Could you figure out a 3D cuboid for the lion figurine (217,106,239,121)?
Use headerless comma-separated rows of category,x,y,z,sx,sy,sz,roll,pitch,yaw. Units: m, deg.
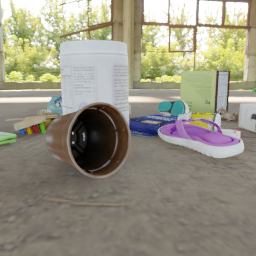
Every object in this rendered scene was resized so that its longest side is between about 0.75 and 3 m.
lion figurine,4.506,-0.559,12.526,0.855,0.506,1.396,2,21,-39

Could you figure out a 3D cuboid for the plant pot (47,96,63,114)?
plant pot,-3.723,-1.272,15.112,1.320,0.884,1.320,-1,10,0

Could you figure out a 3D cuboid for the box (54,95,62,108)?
box,-2.409,-1.310,12.111,1.102,0.304,1.614,-11,17,7

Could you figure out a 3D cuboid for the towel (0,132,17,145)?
towel,-4.504,0.369,7.634,2.279,0.350,1.700,6,13,19

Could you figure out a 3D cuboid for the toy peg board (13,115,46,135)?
toy peg board,-3.259,-0.004,9.444,0.988,0.485,0.992,-21,16,-20

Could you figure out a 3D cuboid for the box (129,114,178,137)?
box,1.036,-0.141,10.027,1.629,0.436,2.689,9,15,43

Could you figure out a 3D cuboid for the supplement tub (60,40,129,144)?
supplement tub,-0.843,-0.823,7.329,1.757,2.664,1.757,0,10,0

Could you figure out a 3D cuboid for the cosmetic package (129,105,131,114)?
cosmetic package,-0.808,-1.002,14.632,0.822,0.504,1.992,-8,13,-39

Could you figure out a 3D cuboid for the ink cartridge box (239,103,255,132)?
ink cartridge box,5.017,-0.303,9.403,1.609,0.934,2.229,-1,10,-5

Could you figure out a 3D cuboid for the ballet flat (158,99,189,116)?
ballet flat,2.344,-0.873,13.320,0.917,0.917,2.641,-3,10,-19

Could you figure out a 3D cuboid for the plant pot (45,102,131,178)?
plant pot,-0.902,0.231,5.644,1.392,1.392,1.378,-8,4,-39

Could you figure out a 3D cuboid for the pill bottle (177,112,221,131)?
pill bottle,2.295,-0.145,9.101,1.299,0.728,0.728,5,11,26

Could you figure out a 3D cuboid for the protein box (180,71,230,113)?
protein box,4.143,-1.964,15.181,1.484,2.200,2.184,-9,13,-42

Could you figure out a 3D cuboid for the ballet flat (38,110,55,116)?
ballet flat,-4.055,-0.777,13.980,0.318,0.295,0.903,10,14,43

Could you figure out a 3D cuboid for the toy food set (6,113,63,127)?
toy food set,-3.351,-0.247,10.905,2.238,0.449,1.545,-6,3,-1

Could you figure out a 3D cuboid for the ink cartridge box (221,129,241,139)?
ink cartridge box,2.876,0.253,7.995,0.568,0.327,0.783,5,11,27

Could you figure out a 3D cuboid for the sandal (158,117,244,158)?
sandal,1.888,0.054,7.566,1.236,0.746,3.037,-13,15,-24

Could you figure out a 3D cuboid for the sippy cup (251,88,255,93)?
sippy cup,9.550,-2.169,19.454,1.729,1.357,1.267,-4,16,40
